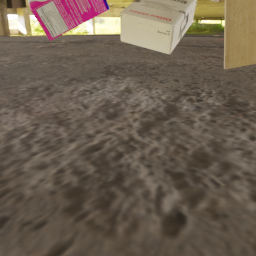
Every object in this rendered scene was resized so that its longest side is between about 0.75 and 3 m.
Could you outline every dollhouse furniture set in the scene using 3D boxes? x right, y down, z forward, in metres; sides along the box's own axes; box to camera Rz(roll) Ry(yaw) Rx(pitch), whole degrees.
[{"bbox_3d":[2.434,-2.204,5.739,1.560,1.337,1.641,-10,28,-1],"label":"dollhouse furniture set"}]

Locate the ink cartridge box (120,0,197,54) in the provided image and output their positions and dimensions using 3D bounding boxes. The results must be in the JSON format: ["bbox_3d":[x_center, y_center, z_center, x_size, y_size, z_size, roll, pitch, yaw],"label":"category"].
[{"bbox_3d":[1.012,-3.542,9.051,1.728,0.998,2.376,20,49,17],"label":"ink cartridge box"}]

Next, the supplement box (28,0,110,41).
[{"bbox_3d":[-1.805,-3.765,8.536,2.115,1.093,1.070,-27,44,-1],"label":"supplement box"}]
